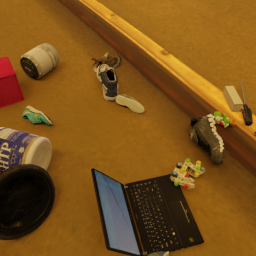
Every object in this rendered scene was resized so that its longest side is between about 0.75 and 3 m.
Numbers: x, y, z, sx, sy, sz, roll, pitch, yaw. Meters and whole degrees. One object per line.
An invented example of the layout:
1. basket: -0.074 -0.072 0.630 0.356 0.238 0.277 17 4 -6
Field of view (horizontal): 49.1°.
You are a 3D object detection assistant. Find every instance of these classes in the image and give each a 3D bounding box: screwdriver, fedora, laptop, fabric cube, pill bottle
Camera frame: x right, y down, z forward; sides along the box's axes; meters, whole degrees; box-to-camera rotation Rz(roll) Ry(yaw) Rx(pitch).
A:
1. screwdriver: 4.668 -1.031 11.216 0.354 0.369 2.538 7 43 6
2. fedora: -3.097 1.933 7.666 0.958 2.097 2.097 -2 36 44
3. laptop: 0.504 2.064 7.508 2.583 1.334 2.289 -10 48 -10
4. fabric cube: -5.133 -1.800 11.176 1.401 1.374 1.396 -22 50 -21
5. pill bottle: -3.701 0.717 8.778 2.256 1.350 1.350 12 47 12

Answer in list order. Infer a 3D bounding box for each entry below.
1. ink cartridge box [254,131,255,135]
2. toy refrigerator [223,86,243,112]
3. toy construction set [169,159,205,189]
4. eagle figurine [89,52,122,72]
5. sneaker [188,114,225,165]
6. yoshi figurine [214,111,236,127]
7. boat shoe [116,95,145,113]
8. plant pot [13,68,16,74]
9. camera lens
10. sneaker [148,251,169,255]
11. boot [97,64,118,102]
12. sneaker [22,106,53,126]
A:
1. ink cartridge box: 6.013 -0.188 10.147 2.799 0.549 1.392 -31 58 -25
2. toy refrigerator: 4.210 -1.182 11.242 0.391 0.424 1.117 -4 46 -4
3. toy construction set: 1.803 1.439 8.562 0.876 0.615 1.336 24 30 17
4. eagle figurine: -1.039 -3.137 12.996 1.270 0.958 0.964 -13 85 -52
5. sneaker: 2.606 0.381 9.561 1.021 0.750 2.258 -1 43 2
6. yoshi figurine: 3.560 -0.373 10.465 0.892 0.502 0.500 17 32 18
7. boat shoe: 0.133 -0.991 11.041 1.258 0.450 0.376 26 32 16
8. plant pot: -5.480 -2.595 12.311 0.905 0.828 0.905 0 46 0
9. camera lens: -3.924 -2.963 12.432 1.158 1.158 1.448 23 50 21
10. sneaker: 0.992 3.712 6.384 0.860 0.642 1.915 -21 46 -12
11. boot: -0.801 -2.240 11.747 0.830 1.030 2.280 -8 49 -15
12. sneaker: -3.388 -0.349 10.499 1.367 0.530 0.544 22 70 25
